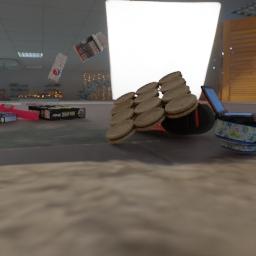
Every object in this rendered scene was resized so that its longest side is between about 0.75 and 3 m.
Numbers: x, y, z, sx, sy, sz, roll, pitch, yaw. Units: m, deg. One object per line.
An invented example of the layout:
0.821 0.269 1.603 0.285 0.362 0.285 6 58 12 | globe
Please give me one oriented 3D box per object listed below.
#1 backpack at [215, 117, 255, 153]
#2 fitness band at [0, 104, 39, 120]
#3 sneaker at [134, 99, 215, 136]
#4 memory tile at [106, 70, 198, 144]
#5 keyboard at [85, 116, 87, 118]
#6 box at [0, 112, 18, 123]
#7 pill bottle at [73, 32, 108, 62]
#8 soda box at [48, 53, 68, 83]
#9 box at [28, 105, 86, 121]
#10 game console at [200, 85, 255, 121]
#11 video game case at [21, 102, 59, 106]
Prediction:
1.999 0.124 5.033 0.831 0.611 0.761 4 8 -36 | backpack
-4.333 -0.607 11.106 1.765 0.330 1.268 7 -12 40 | fitness band
1.205 -0.426 7.836 1.263 1.073 2.912 -5 8 -45 | sneaker
0.499 -0.602 6.833 2.136 0.234 2.787 -23 22 13 | memory tile
-2.266 -0.557 13.112 0.382 0.072 1.358 -3 7 -23 | keyboard
-5.348 -0.409 10.689 1.811 0.341 1.237 1 7 8 | box
-1.272 -2.824 9.704 1.092 0.622 0.622 -31 6 3 | pill bottle
-2.859 -2.435 11.365 0.389 1.141 0.363 23 -3 -23 | soda box
-3.134 -0.698 12.290 1.692 0.515 2.099 -4 10 -42 | box
4.262 -1.070 11.689 2.073 1.428 2.406 3 8 28 | game console
-3.984 -1.089 12.703 1.400 0.122 1.001 3 8 32 | video game case
